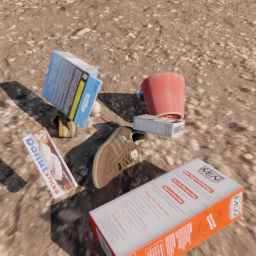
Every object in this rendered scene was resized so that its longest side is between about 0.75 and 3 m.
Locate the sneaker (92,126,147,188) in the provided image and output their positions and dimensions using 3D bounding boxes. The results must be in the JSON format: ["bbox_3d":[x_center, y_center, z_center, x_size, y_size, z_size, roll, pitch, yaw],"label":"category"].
[{"bbox_3d":[-0.173,0.619,6.957,0.809,0.754,2.141,2,37,22],"label":"sneaker"}]

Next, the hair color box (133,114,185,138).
[{"bbox_3d":[0.767,-0.070,7.125,1.181,0.358,0.584,14,17,36],"label":"hair color box"}]

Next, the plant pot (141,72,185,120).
[{"bbox_3d":[1.088,-0.806,8.216,1.325,1.325,1.172,-4,71,-5],"label":"plant pot"}]

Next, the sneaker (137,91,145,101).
[{"bbox_3d":[0.770,-1.135,9.422,0.824,0.316,0.458,-20,39,-23],"label":"sneaker"}]

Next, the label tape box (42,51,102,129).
[{"bbox_3d":[-1.409,-1.054,7.563,1.933,1.385,0.639,35,25,27],"label":"label tape box"}]

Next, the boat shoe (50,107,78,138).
[{"bbox_3d":[-1.957,-0.320,8.179,0.605,0.620,1.638,-6,39,-26],"label":"boat shoe"}]

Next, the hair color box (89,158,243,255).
[{"bbox_3d":[0.763,1.674,5.444,2.692,0.824,1.366,-22,29,-20],"label":"hair color box"}]

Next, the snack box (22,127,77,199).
[{"bbox_3d":[-1.479,0.652,5.302,0.465,0.157,1.292,-30,86,-1],"label":"snack box"}]
